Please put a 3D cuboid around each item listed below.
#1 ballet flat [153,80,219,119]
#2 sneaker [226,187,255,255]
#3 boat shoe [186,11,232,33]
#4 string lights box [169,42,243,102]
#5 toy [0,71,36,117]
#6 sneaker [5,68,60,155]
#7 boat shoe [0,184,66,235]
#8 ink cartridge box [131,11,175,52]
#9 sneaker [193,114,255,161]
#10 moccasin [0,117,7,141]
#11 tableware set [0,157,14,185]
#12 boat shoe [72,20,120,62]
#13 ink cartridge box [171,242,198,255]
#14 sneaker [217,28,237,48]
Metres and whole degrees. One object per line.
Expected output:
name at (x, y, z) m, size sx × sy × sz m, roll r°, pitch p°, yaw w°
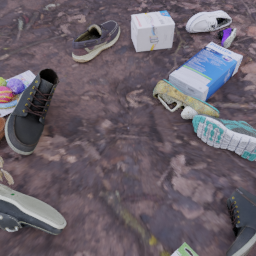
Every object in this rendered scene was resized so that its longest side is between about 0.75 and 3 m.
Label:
ballet flat at (1.782, -0.744, 9.093) m, size 2.346 × 0.829 × 0.829 m, roll 36°, pitch 59°, yaw 25°
sneaker at (2.595, 2.254, 6.609) m, size 1.026 × 0.722 × 1.932 m, roll 34°, pitch 48°, yaw 31°
boat shoe at (3.576, -4.611, 12.223) m, size 2.220 × 0.817 × 0.726 m, roll -24°, pitch 50°, yaw -18°
string lights box at (2.778, -1.975, 10.021) m, size 1.357 × 0.779 × 2.641 m, roll 36°, pitch 59°, yaw 26°
toy at (-4.334, -1.173, 9.411) m, size 2.967 × 0.700 × 1.708 m, roll -33°, pitch 59°, yaw -24°
sneaker at (-2.795, -0.608, 8.273) m, size 1.012 × 1.437 × 2.706 m, roll 23°, pitch 42°, yaw -30°
boat shoe at (-2.703, 2.059, 6.770) m, size 2.525 × 0.907 × 0.854 m, roll 19°, pitch 89°, yaw 7°
ink cartridge box at (0.971, -3.950, 11.466) m, size 1.529 × 1.106 × 1.125 m, roll -9°, pitch 51°, yaw -8°
sneaker at (3.052, 0.129, 8.367) m, size 2.268 × 0.880 × 1.035 m, roll 28°, pitch 42°, yaw 15°
moccasin at (-4.661, 0.330, 7.972) m, size 2.476 × 0.956 × 0.906 m, roll -25°, pitch 54°, yaw -20°
tableware set at (-3.298, 1.005, 7.142) m, size 0.897 × 1.074 × 0.125 m, roll 4°, pitch 29°, yaw 42°
boat shoe at (-1.252, -3.752, 11.417) m, size 1.031 × 0.929 × 2.866 m, roll 27°, pitch 55°, yaw 21°
ink cartridge box at (1.123, 3.001, 6.197) m, size 0.833 × 0.247 × 0.432 m, roll -34°, pitch 58°, yaw -25°
sneaker at (4.075, -3.829, 11.842) m, size 0.669 × 0.467 × 1.344 m, roll 21°, pitch 49°, yaw 25°
